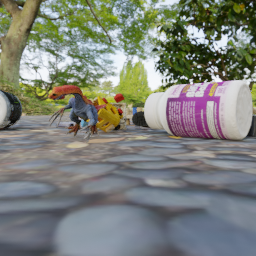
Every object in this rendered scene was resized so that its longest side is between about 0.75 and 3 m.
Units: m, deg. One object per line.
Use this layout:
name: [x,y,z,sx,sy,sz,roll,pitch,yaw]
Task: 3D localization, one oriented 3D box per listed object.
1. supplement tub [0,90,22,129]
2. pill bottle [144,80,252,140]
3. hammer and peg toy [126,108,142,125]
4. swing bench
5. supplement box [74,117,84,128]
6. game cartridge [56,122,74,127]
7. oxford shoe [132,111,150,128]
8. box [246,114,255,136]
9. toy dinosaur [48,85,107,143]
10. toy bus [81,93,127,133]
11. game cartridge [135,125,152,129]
supplement tub: [-5.097,-0.727,10.928,1.564,1.564,2.553,0,3,-6]
pill bottle: [1.781,-0.464,7.475,2.599,1.459,1.459,2,4,39]
hammer and peg toy: [0.601,-0.590,14.332,1.904,0.913,2.588,-4,5,-28]
swing bench: [-0.596,-0.433,10.503,1.023,1.018,0.664,-1,4,-21]
supplement box: [-1.986,-0.313,12.333,0.743,0.416,1.365,1,10,-10]
game cartridge: [-2.771,-0.159,13.034,0.730,0.216,1.127,-3,2,18]
oxford shoe: [1.093,-0.260,9.180,1.791,0.651,0.756,8,-3,18]
box: [3.493,-0.157,9.320,2.187,0.604,2.730,-2,4,-38]
toy dinosaur: [-1.256,-0.544,6.830,1.141,2.173,1.972,9,-40,3]
toy bus: [-0.686,-0.286,9.208,1.646,0.851,1.553,-7,-39,-13]
game cartridge: [1.108,-0.163,11.866,1.313,0.389,2.025,5,5,14]
